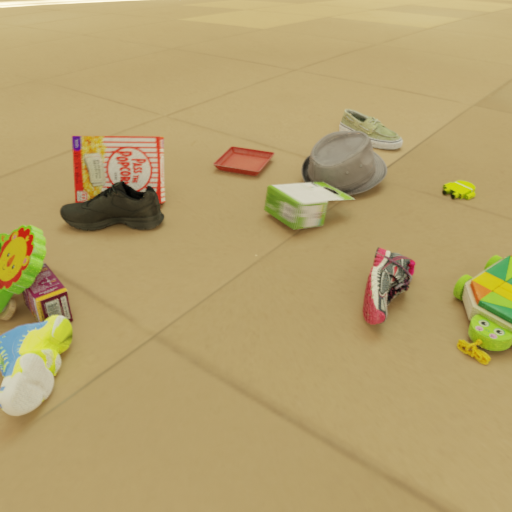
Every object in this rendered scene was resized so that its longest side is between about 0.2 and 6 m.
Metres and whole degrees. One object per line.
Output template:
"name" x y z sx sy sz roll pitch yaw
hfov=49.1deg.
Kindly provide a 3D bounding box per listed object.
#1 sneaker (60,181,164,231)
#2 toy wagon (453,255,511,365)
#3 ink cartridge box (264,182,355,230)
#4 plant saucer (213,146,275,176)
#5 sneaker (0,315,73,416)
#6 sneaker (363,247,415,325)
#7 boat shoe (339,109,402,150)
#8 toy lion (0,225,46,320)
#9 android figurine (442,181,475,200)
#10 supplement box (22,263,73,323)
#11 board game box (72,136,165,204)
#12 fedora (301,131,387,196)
"sneaker" -3.220 -1.165 12.448 2.281 1.035 0.866 -3 35 -3
"toy wagon" 4.606 0.926 9.693 2.936 0.581 2.278 -24 40 -32
"ink cartridge box" 1.221 -1.186 12.825 1.661 0.629 1.228 -8 30 -33
"plant saucer" -0.318 -2.552 15.242 1.330 0.244 1.332 11 35 17
"sneaker" -3.605 1.684 8.545 1.066 0.769 2.029 -8 25 10
"sneaker" 2.409 0.496 10.131 0.770 0.832 2.063 13 35 15
"boat shoe" 3.358 -3.763 16.643 0.809 0.697 2.249 -27 42 -35
"toy lion" -4.404 0.142 9.959 0.604 1.686 1.759 30 5 -46
"android figurine" 5.064 -1.642 13.926 0.880 0.181 0.801 -23 40 -29
"supplement box" -3.730 0.724 9.900 0.553 0.701 1.071 -23 41 -31
"board game box" -3.228 -2.040 13.243 2.071 1.569 0.480 0 11 1
"fedora" 2.166 -2.435 13.915 2.202 0.994 1.948 -22 52 -9
